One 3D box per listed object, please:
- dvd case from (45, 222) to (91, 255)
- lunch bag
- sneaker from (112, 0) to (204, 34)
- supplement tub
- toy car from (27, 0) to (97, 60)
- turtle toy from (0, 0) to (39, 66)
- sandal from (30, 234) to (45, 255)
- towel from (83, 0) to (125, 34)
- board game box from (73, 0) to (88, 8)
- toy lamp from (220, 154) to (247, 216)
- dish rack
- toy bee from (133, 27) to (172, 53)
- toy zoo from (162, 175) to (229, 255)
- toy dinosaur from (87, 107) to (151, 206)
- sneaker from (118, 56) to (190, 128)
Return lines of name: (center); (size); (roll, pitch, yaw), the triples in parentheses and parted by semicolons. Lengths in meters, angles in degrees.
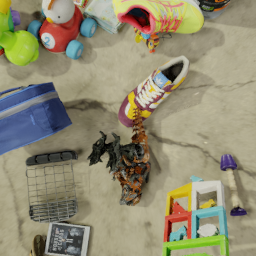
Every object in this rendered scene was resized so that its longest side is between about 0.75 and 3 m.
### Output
dvd case: (-1.661, 3.091, 7.742); (1.144, 0.141, 0.859); (7, 78, 1)
lunch bag: (-2.849, -0.319, 7.436); (2.269, 1.542, 1.501); (-21, 98, 10)
sneaker: (0.844, -3.059, 7.860); (2.841, 1.110, 1.283); (8, 60, -15)
supplement tub: (2.573, -4.401, 8.142); (1.428, 2.331, 1.428); (0, 78, 0)
toy car: (-2.055, -3.233, 8.143); (1.729, 1.876, 1.659); (28, 80, 6)
turtle toy: (-3.946, -2.921, 8.203); (2.981, 1.507, 2.173); (39, 102, 11)
sandal: (-2.478, 3.472, 7.570); (0.297, 0.441, 1.099); (-10, 82, 20)
towel: (-0.619, -3.753, 9.059); (1.311, 0.316, 1.122); (35, 78, 7)
board game box: (-1.763, -4.295, 9.265); (0.857, 0.128, 0.409); (23, 80, 2)
toy lamp: (2.877, 1.542, 7.754); (0.487, 0.487, 1.674); (-1, 61, 0)
dish rack: (-2.113, 1.632, 7.873); (1.477, 0.525, 1.926); (-8, 80, 0)
toy bee: (0.639, -2.751, 8.677); (0.933, 0.775, 1.426); (-9, 46, -18)
toy zoo: (1.521, 2.036, 6.446); (1.456, 0.227, 2.219); (-22, 34, 29)
toy dinosaur: (-0.034, 0.782, 7.727); (1.760, 1.324, 2.593); (14, 60, -36)
sneaker: (0.691, -1.092, 8.041); (0.977, 1.175, 2.607); (43, 84, 8)
